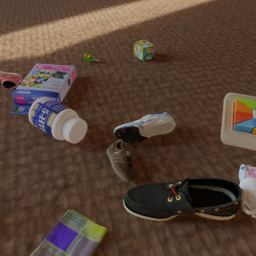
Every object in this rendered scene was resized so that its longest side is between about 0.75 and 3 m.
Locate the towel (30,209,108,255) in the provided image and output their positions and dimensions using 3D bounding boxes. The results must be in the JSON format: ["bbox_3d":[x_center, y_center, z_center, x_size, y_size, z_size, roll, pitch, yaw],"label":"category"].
[{"bbox_3d":[-1.399,2.738,6.421,1.234,0.196,1.718,21,46,24],"label":"towel"}]

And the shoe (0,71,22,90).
[{"bbox_3d":[-5.179,-1.970,11.541,1.448,0.517,0.659,3,37,-2],"label":"shoe"}]

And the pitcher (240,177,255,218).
[{"bbox_3d":[3.142,1.771,7.123,0.894,0.632,1.042,20,40,-21],"label":"pitcher"}]

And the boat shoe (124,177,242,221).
[{"bbox_3d":[1.345,1.707,7.088,2.931,0.918,1.072,1,43,3],"label":"boat shoe"}]

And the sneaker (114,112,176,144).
[{"bbox_3d":[0.510,-0.038,9.189,2.108,0.758,0.764,-12,39,-18],"label":"sneaker"}]

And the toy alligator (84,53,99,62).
[{"bbox_3d":[-1.777,-3.234,13.190,1.043,0.309,0.283,33,92,30],"label":"toy alligator"}]

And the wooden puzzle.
[{"bbox_3d":[4.576,-0.266,9.608,2.528,0.509,2.733,12,43,13],"label":"wooden puzzle"}]

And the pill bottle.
[{"bbox_3d":[-2.248,-0.226,9.116,1.792,1.072,1.072,26,47,27],"label":"pill bottle"}]

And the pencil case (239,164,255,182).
[{"bbox_3d":[3.736,1.345,7.776,1.227,0.510,0.557,8,35,9],"label":"pencil case"}]

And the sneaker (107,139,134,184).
[{"bbox_3d":[-0.154,0.914,8.077,0.542,0.581,1.539,27,19,-43],"label":"sneaker"}]

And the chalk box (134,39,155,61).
[{"bbox_3d":[0.835,-3.674,13.373,0.671,0.666,1.074,-23,46,-23],"label":"chalk box"}]

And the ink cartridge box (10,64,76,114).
[{"bbox_3d":[-3.317,-1.604,11.106,1.748,0.615,2.929,5,43,6],"label":"ink cartridge box"}]
